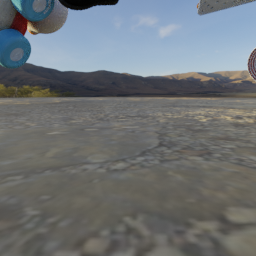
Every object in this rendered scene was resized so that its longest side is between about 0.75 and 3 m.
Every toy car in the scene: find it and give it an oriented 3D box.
[{"bbox_3d":[-2.478,-2.866,7.041,2.435,2.337,2.642,42,22,20],"label":"toy car"}]

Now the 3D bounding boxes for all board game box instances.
[{"bbox_3d":[2.472,-3.371,5.524,2.103,0.272,2.103,-16,-26,-3],"label":"board game box"}]

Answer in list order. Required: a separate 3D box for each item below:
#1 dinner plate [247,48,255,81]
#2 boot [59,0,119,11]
[{"bbox_3d":[3.131,-1.399,6.091,0.999,0.999,0.121,5,27,35],"label":"dinner plate"},{"bbox_3d":[-0.610,-3.000,5.626,1.543,0.581,1.154,-22,-4,-28],"label":"boot"}]
